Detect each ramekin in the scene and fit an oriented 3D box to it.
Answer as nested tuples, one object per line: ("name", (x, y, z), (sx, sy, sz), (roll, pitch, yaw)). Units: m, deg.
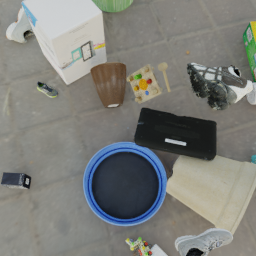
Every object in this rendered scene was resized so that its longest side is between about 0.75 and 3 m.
("ramekin", (-0.738, -6.648, 13.228), (2.355, 1.150, 2.355), (0, 68, 0))

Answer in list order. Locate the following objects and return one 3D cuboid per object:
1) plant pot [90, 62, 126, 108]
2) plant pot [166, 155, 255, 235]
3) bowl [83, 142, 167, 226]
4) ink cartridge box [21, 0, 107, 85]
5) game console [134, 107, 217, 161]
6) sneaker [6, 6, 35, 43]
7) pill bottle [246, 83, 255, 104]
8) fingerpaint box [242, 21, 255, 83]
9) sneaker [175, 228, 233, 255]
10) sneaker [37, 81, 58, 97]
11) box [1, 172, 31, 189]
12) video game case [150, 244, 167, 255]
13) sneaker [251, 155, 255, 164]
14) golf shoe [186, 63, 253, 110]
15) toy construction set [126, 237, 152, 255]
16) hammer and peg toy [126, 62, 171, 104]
("plant pot", (-0.689, -1.631, 11.219), (1.469, 1.469, 1.571), (-8, 83, -3))
("plant pot", (2.705, 1.858, 9.325), (2.405, 2.628, 2.628), (24, 70, 21))
("bowl", (-0.097, 1.986, 10.123), (2.981, 0.585, 2.981), (0, 68, 0))
("ink cartridge box", (-2.345, -3.669, 11.100), (2.124, 2.908, 2.134), (-34, 72, -14))
("game console", (1.630, 0.281, 9.957), (2.649, 1.541, 2.329), (11, 51, 5))
("sneaker", (-4.545, -4.754, 12.765), (0.994, 0.818, 2.161), (26, 78, 2))
("pill bottle", (5.718, -1.461, 11.325), (1.561, 0.876, 0.876), (-6, 69, -3))
("fingerpaint box", (6.398, -3.213, 11.955), (2.246, 0.988, 2.692), (-4, 69, -1))
("sneaker", (1.656, 2.533, 5.969), (1.233, 0.505, 0.461), (-16, 113, 2))
("sneaker", (-3.375, -1.604, 11.630), (1.032, 0.418, 0.381), (24, 70, 9))
("box", (-3.996, 1.893, 10.051), (0.772, 0.778, 0.480), (2, 69, 0))
("video game case", (1.021, 5.114, 9.075), (1.883, 0.223, 1.714), (42, 74, 15))
("sneaker", (5.782, 1.220, 10.276), (2.491, 0.965, 0.992), (-7, 60, -3))
("golf shoe", (2.915, -1.531, 9.217), (1.349, 1.110, 2.856), (-22, 35, -2))
("toy construction set", (0.388, 4.094, 9.239), (0.686, 0.482, 1.046), (-8, 55, -22))
("hammer and peg toy", (0.735, -1.560, 9.659), (0.550, 1.560, 1.147), (-23, 91, -46))
